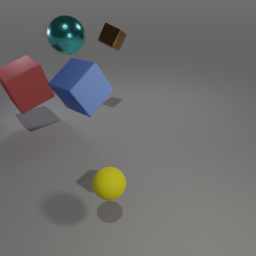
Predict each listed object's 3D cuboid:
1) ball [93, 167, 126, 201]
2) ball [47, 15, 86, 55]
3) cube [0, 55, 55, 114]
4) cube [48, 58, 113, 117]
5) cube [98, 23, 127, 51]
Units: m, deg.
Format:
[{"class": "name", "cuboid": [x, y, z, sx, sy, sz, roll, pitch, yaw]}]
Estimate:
[{"class": "ball", "cuboid": [-0.396, 1.178, 5.935, 0.700, 0.700, 0.700, 0, 30, 0]}, {"class": "ball", "cuboid": [-2.281, -3.424, 10.377, 1.400, 1.400, 1.400, 0, 30, 0]}, {"class": "cube", "cuboid": [-3.858, -1.650, 10.488, 1.400, 1.400, 1.400, -34, 43, -19]}, {"class": "cube", "cuboid": [-0.843, -0.739, 5.058, 0.700, 0.700, 0.700, 22, 67, 40]}, {"class": "cube", "cuboid": [-0.587, -3.406, 10.517, 0.700, 0.700, 0.700, 29, 11, 14]}]
